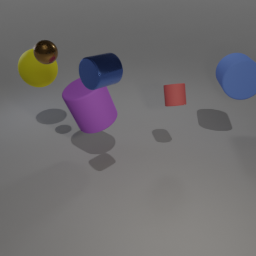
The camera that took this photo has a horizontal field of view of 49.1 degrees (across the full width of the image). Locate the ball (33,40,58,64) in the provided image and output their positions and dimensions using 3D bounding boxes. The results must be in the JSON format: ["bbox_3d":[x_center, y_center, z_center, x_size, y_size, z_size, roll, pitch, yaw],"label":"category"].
[{"bbox_3d":[-2.425,-2.237,8.275,0.700,0.700,0.700,0,30,0],"label":"ball"}]

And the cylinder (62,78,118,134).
[{"bbox_3d":[-1.214,-0.781,9.109,1.400,1.400,1.400,-14,37,11],"label":"cylinder"}]

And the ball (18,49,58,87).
[{"bbox_3d":[-3.292,-2.196,10.279,1.400,1.400,1.400,0,30,0],"label":"ball"}]

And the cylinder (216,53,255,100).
[{"bbox_3d":[4.030,-1.912,10.232,1.400,1.400,1.400,3,26,6],"label":"cylinder"}]

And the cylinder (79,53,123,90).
[{"bbox_3d":[-0.592,-1.239,6.102,0.700,0.700,0.700,26,36,37],"label":"cylinder"}]

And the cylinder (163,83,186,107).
[{"bbox_3d":[1.543,-1.089,9.208,0.700,0.700,0.700,-5,7,1],"label":"cylinder"}]
